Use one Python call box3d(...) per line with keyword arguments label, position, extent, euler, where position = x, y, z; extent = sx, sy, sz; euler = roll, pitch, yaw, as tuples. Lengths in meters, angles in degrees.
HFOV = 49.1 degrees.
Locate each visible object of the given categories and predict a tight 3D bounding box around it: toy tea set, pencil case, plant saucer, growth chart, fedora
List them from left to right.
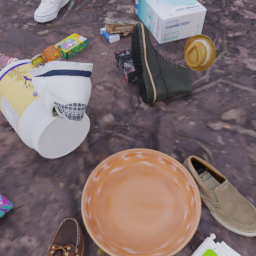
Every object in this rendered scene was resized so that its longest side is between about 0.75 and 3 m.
box3d(label="pencil case", position=(-3.296, 2.048, 6.293), extent=(0.576, 0.626, 1.354), euler=(48, 62, -4))
box3d(label="toy tea set", position=(-2.128, -1.945, 7.869), extent=(0.801, 0.498, 1.347), euler=(-29, 15, 14))
box3d(label="plant saucer", position=(0.294, 1.739, 6.549), extent=(2.709, 0.507, 2.709), euler=(-1, 53, 1))
box3d(label="fedora", position=(1.875, -2.017, 7.673), extent=(1.026, 1.026, 0.419), euler=(34, 44, 25))
box3d(label="growth chart", position=(2.110, 3.089, 5.750), extent=(1.793, 0.159, 1.297), euler=(31, 58, 24))

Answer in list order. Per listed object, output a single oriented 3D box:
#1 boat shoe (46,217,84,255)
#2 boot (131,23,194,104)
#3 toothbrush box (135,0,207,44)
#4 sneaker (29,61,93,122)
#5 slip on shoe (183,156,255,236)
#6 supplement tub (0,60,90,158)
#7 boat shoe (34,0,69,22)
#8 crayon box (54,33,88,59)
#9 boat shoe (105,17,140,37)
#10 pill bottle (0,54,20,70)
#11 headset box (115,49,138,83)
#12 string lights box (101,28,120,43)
box3d(label="boat shoe", position=(-1.346, 2.739, 5.683), extent=(0.709, 0.708, 2.014), euler=(2, 49, 3))
box3d(label="boot", position=(1.115, -2.141, 9.096), extent=(1.734, 0.971, 2.507), euler=(-10, 93, -15))
box3d(label="toothbrush box", position=(1.664, -4.861, 11.634), extent=(1.939, 1.130, 2.649), euler=(-18, 53, -14))
box3d(label="sneaker", position=(-1.379, -0.673, 5.501), extent=(0.952, 1.004, 2.493), euler=(-5, 6, -23))
box3d(label="slip on shoe", position=(2.215, 1.537, 6.660), extent=(0.873, 0.696, 2.296), euler=(-29, 56, -22))
box3d(label="supplement tub", position=(-2.364, -0.539, 7.649), extent=(1.799, 1.799, 2.474), euler=(-33, 58, -24))
box3d(label="boat shoe", position=(-3.449, -5.678, 12.490), extent=(0.958, 0.851, 2.605), euler=(10, 51, 8))
box3d(label="crayon box", position=(-2.186, -3.155, 10.754), extent=(0.679, 0.333, 1.143), euler=(31, 57, 23))
box3d(label="boat shoe", position=(-0.168, -4.064, 11.322), extent=(1.799, 0.646, 0.681), euler=(-7, 35, -31))
box3d(label="pill bottle", position=(-4.323, -2.300, 9.924), extent=(0.936, 0.535, 0.535), euler=(19, 53, 14))
box3d(label="headset box", position=(0.236, -2.193, 9.843), extent=(1.007, 0.523, 1.353), euler=(-18, 54, -14))
box3d(label="string lights box", position=(-0.727, -3.792, 11.340), extent=(0.415, 0.238, 0.809), euler=(-27, 55, -20))
